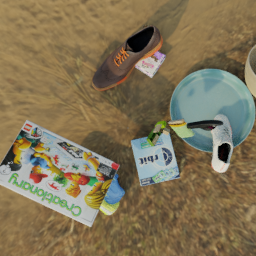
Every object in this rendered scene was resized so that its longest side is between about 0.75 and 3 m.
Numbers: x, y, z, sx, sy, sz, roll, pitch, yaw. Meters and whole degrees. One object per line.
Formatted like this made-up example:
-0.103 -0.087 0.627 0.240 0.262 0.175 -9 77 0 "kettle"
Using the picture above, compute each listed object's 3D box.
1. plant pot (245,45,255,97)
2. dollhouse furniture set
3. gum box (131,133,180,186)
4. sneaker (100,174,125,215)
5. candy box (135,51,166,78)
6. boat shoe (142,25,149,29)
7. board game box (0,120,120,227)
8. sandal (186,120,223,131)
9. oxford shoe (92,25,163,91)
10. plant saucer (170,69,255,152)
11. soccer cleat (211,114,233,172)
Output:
4.411 -1.536 8.531 1.909 1.282 1.909 0 62 1 "plant pot"
1.131 0.177 7.867 0.648 1.297 0.501 51 54 -25 "dollhouse furniture set"
0.846 0.968 8.771 1.232 0.323 1.450 -12 82 -2 "gum box"
-0.976 1.581 8.546 2.113 0.800 1.110 45 72 -2 "sneaker"
0.734 -2.183 9.223 0.683 0.291 0.814 33 83 4 "candy box"
0.472 -3.113 9.375 0.293 0.300 0.794 24 75 9 "boat shoe"
-1.775 1.143 7.156 2.685 0.465 1.695 26 73 -3 "board game box"
1.981 -0.052 7.219 0.917 0.345 0.219 -6 112 17 "sandal"
-0.158 -2.230 8.744 2.709 0.983 0.964 -41 79 8 "oxford shoe"
2.664 -0.553 8.966 2.684 0.368 2.684 0 83 1 "plant saucer"
2.848 0.378 8.379 0.657 0.816 1.915 12 66 3 "soccer cleat"
